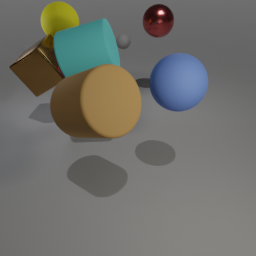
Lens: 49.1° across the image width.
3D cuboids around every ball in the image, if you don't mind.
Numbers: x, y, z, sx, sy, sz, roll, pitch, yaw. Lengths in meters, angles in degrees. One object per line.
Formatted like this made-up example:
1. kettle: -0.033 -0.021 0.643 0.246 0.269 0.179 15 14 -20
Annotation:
1. ball: 1.221 -1.099 6.809 1.400 1.400 1.400 0 29 0
2. ball: 1.342 -4.742 12.431 1.400 1.400 1.400 0 29 0
3. ball: -2.549 -3.990 10.531 1.400 1.400 1.400 0 29 0
4. ball: -0.223 -4.152 13.490 0.700 0.700 0.700 0 29 0

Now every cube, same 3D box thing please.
1. cube: -3.070 -2.267 10.152 1.400 1.400 1.400 -25 31 23

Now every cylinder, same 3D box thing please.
1. cylinder: -1.078 -2.090 7.643 1.400 1.400 1.400 -12 28 11
2. cylinder: -0.682 -0.493 5.778 1.400 1.400 1.400 -24 13 -36
